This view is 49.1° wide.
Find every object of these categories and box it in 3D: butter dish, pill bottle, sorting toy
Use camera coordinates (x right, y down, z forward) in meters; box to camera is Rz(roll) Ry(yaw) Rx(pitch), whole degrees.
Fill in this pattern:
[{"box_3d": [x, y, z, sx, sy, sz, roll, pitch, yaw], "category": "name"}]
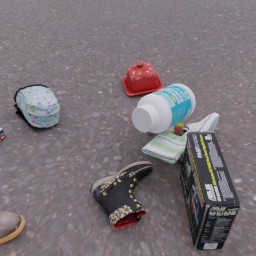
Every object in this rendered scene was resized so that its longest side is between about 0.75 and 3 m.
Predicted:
[{"box_3d": [0.634, -2.552, 13.342, 1.780, 1.320, 1.785, -11, 40, -3], "category": "butter dish"}, {"box_3d": [1.179, -0.626, 9.431, 1.306, 1.306, 2.357, 28, 37, 30], "category": "pill bottle"}, {"box_3d": [1.499, -0.008, 11.143, 1.470, 0.249, 0.709, 4, 39, 3], "category": "sorting toy"}]

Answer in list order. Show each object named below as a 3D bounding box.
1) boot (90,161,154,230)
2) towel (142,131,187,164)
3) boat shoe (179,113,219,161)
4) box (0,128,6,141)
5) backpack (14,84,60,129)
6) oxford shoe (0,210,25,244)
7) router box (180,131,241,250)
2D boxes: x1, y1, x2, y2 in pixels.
[{"box_3d": [0.088, 1.941, 8.322, 2.110, 0.772, 1.589, -19, 42, -17], "category": "boot"}, {"box_3d": [1.291, 0.543, 9.142, 1.152, 0.237, 1.544, 21, 33, 23], "category": "towel"}, {"box_3d": [2.462, 0.191, 10.417, 0.953, 0.968, 2.729, 28, 54, 27], "category": "boat shoe"}, {"box_3d": [-6.222, 0.207, 10.703, 2.489, 0.469, 1.700, 23, 44, 26], "category": "box"}, {"box_3d": [-3.644, -0.904, 11.417, 1.749, 1.326, 2.095, -18, 45, -25], "category": "backpack"}, {"box_3d": [-4.274, 2.482, 7.422, 2.917, 1.063, 1.040, -1, 39, -2], "category": "oxford shoe"}, {"box_3d": [2.114, 1.637, 7.745, 0.815, 1.965, 2.622, -1, 39, 0], "category": "router box"}]
